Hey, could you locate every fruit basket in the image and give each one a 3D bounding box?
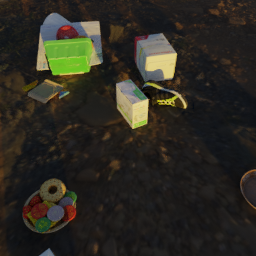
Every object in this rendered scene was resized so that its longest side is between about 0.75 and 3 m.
[{"bbox_3d":[-2.494,-3.573,12.109,2.692,1.362,2.906,-6,50,-4],"label":"fruit basket"}]

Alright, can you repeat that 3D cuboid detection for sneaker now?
[{"bbox_3d":[1.256,-1.065,10.386,1.966,0.705,0.814,30,73,29],"label":"sneaker"}]

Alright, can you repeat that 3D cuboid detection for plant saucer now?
[{"bbox_3d":[3.796,1.776,7.654,1.464,0.252,1.464,1,45,-1],"label":"plant saucer"}]

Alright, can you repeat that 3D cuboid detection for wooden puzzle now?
[{"bbox_3d":[-3.225,-1.436,10.966,1.697,0.198,1.145,29,56,26],"label":"wooden puzzle"}]

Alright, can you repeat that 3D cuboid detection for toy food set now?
[{"bbox_3d":[-2.025,2.058,7.297,1.387,0.341,1.401,34,53,29],"label":"toy food set"}]

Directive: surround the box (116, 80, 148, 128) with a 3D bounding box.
[{"bbox_3d":[0.110,-0.836,9.671,0.616,1.124,1.274,-20,47,-19],"label":"box"}]

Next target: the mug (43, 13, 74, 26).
[{"bbox_3d":[-3.034,-4.714,13.507,1.388,1.354,1.691,29,63,16],"label":"mug"}]

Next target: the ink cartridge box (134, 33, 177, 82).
[{"bbox_3d":[1.091,-2.926,11.688,1.260,1.254,1.734,-9,45,-10],"label":"ink cartridge box"}]

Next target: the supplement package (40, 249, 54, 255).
[{"bbox_3d":[-1.653,3.412,5.496,1.219,0.937,1.275,-32,53,-28],"label":"supplement package"}]
